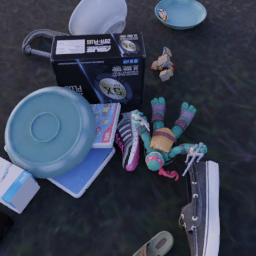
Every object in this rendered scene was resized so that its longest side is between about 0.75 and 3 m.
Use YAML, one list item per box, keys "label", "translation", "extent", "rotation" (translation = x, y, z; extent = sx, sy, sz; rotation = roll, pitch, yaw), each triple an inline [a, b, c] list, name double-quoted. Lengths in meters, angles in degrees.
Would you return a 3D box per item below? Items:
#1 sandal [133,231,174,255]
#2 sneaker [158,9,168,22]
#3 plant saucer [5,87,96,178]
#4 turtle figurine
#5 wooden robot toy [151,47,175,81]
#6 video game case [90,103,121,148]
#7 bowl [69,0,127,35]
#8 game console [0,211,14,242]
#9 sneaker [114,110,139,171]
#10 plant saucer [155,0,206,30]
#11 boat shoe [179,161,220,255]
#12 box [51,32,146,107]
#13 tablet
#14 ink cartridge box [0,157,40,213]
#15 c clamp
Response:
- label: "sandal"
  translation: [0.479, 2.839, 6.261]
  extent: [0.562, 0.404, 1.415]
  rotation: [36, 62, 23]
- label: "sneaker"
  translation: [1.403, -4.596, 11.470]
  extent: [0.349, 0.290, 0.775]
  rotation: [16, 41, -24]
- label: "plant saucer"
  translation: [-2.153, 0.016, 7.472]
  extent: [2.592, 0.355, 2.592]
  rotation: [-3, 72, 8]
- label: "turtle figurine"
  translation: [0.966, 0.233, 7.541]
  extent: [2.046, 1.376, 2.733]
  rotation: [27, 41, -1]
- label: "wooden robot toy"
  translation: [1.182, -2.137, 9.832]
  extent: [0.710, 0.689, 1.565]
  rotation: [-19, 48, 31]
- label: "video game case"
  translation: [-1.287, -0.073, 7.926]
  extent: [2.017, 0.176, 1.442]
  rotation: [-2, 54, 17]
- label: "bowl"
  translation: [-0.850, -3.804, 10.071]
  extent: [2.392, 2.392, 1.075]
  rotation: [-37, 84, -23]
- label: "game console"
  translation: [-3.665, 2.277, 6.799]
  extent: [1.608, 0.194, 0.949]
  rotation: [25, 58, 15]
- label: "sneaker"
  translation: [-0.123, 0.316, 7.885]
  extent: [0.875, 0.738, 2.001]
  rotation: [0, 52, 4]
- label: "plant saucer"
  translation: [2.160, -4.703, 11.643]
  extent: [2.099, 0.377, 2.099]
  rotation: [0, 54, 0]
- label: "boat shoe"
  translation: [1.633, 2.054, 6.537]
  extent: [0.847, 1.026, 2.991]
  rotation: [6, 48, 12]
- label: "box"
  translation: [-0.810, -1.644, 8.420]
  extent: [2.546, 2.085, 1.096]
  rotation: [-3, 54, -3]
- label: "tablet"
  translation: [-1.940, 0.604, 7.983]
  extent: [2.746, 0.187, 1.787]
  rotation: [28, 59, 19]
- label: "ink cartridge box"
  translation: [-2.995, 1.415, 7.014]
  extent: [1.122, 0.823, 0.819]
  rotation: [24, 58, 15]
- label: "c clamp"
  translation: [-2.843, -2.907, 10.380]
  extent: [2.622, 0.355, 2.240]
  rotation: [21, 57, 14]
